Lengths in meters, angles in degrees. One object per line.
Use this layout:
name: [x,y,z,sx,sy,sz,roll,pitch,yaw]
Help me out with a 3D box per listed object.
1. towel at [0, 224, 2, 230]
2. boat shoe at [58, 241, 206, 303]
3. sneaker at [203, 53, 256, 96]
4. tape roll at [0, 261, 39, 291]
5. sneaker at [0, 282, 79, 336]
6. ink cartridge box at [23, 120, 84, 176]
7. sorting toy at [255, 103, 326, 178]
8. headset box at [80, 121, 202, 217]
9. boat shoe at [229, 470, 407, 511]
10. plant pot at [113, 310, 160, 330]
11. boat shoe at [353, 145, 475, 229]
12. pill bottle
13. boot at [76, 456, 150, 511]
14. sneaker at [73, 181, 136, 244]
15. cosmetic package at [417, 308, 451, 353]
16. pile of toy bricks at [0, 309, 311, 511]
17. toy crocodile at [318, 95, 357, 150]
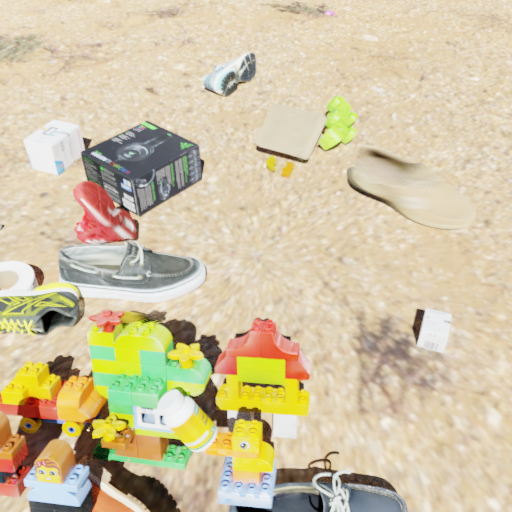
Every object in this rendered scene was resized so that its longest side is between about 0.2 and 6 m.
towel: [-6.075,-0.197,10.744,1.669,0.299,1.733,7,42,8]
boat shoe: [-2.195,0.216,9.783,2.589,0.918,0.933,-4,41,-4]
sneaker: [-0.769,-5.457,16.461,0.921,0.828,2.135,20,44,26]
tape roll: [-4.382,0.568,9.801,1.067,0.373,1.067,0,40,0]
sneaker: [-3.791,0.962,9.098,1.864,0.694,0.789,-17,43,-18]
ink cartridge box: [-4.678,-2.543,13.082,0.786,0.789,1.076,15,42,17]
sorting toy: [0.710,-2.696,13.190,1.357,0.244,1.822,20,72,16]
headset box: [-2.432,-2.000,12.335,1.775,0.945,2.038,30,49,30]
boat shoe: [0.758,3.037,6.686,2.181,0.674,0.817,0,41,2]
plant pot: [-1.881,1.370,8.490,1.003,0.712,1.003,24,7,-3]
boat shoe: [3.178,-1.393,11.311,2.643,0.853,0.942,27,69,15]
pill bottle: [-0.786,1.848,6.321,0.399,0.708,0.399,-29,25,15]
boot: [-1.736,3.251,6.526,1.874,0.703,1.005,20,48,33]
sneaker: [-3.058,-0.644,10.298,1.041,1.802,0.706,-18,59,11]
cosmetic package: [2.872,1.199,9.027,0.423,0.424,0.514,14,43,15]
pile of toy bricks: [-1.493,1.605,6.821,4.226,2.086,2.345,2,21,7]
toy crocodile: [2.051,-3.392,14.200,0.776,0.710,2.300,39,37,-18]
